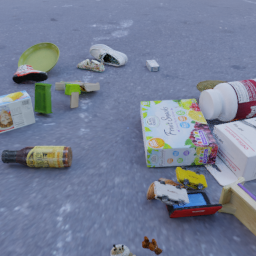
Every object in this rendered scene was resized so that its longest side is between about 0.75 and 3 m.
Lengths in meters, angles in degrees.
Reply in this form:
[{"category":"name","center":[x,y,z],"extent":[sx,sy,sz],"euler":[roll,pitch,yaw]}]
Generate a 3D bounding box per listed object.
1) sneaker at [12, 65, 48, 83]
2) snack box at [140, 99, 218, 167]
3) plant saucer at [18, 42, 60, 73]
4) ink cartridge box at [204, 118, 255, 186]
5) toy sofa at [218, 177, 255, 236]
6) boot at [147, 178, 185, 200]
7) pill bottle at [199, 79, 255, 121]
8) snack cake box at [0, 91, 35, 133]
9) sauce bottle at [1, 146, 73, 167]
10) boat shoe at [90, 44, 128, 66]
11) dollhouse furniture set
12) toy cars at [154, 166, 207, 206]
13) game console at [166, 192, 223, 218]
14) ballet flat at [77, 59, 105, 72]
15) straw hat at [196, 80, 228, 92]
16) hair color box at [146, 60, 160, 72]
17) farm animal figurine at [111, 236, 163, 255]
[{"category":"sneaker","center":[-4.415,-2.567,12.894],"extent":[1.686,0.563,0.903],"euler":[-5,48,11]},{"category":"snack box","center":[1.479,0.045,9.059],"extent":[2.018,0.752,2.837],"euler":[-4,33,0]},{"category":"plant saucer","center":[-4.375,-3.363,13.929],"extent":[2.186,0.340,2.186],"euler":[-6,60,10]},{"category":"ink cartridge box","center":[3.588,0.567,8.163],"extent":[2.784,0.928,1.612],"euler":[-10,35,-15]},{"category":"toy sofa","center":[3.028,2.011,6.086],"extent":[0.992,0.842,2.033],"euler":[-17,37,-22]},{"category":"boot","center":[0.962,1.624,7.100],"extent":[0.729,0.360,0.939],"euler":[15,23,33]},{"category":"pill bottle","center":[3.914,-0.988,10.093],"extent":[2.446,1.382,1.382],"euler":[-9,35,-12]},{"category":"snack cake box","center":[-4.247,-0.475,9.575],"extent":[1.872,1.077,0.629],"euler":[-20,42,-28]},{"category":"sauce bottle","center":[-2.613,0.836,8.078],"extent":[1.944,0.642,0.642],"euler":[-2,34,2]},{"category":"boat shoe","center":[-1.183,-3.861,14.847],"extent":[2.335,0.859,0.780],"euler":[18,37,24]},{"category":"dollhouse furniture set","center":[-2.440,-1.309,11.439],"extent":[1.421,1.097,2.842],"euler":[11,15,28]},{"category":"toy cars","center":[1.274,1.496,7.002],"extent":[1.910,0.423,0.856],"euler":[-19,62,-48]},{"category":"game console","center":[1.508,1.742,6.685],"extent":[1.127,0.972,0.669],"euler":[-4,60,-6]},{"category":"ballet flat","center":[-1.887,-3.223,14.224],"extent":[1.592,0.509,0.602],"euler":[13,36,20]},{"category":"straw hat","center":[3.463,-1.256,11.060],"extent":[1.610,1.610,0.681],"euler":[9,74,13]},{"category":"hair color box","center":[1.267,-3.205,14.396],"extent":[0.460,0.282,0.929],"euler":[-7,35,-10]},{"category":"farm animal figurine","center":[0.259,2.745,5.277],"extent":[1.162,0.612,1.175],"euler":[-11,41,5]}]
